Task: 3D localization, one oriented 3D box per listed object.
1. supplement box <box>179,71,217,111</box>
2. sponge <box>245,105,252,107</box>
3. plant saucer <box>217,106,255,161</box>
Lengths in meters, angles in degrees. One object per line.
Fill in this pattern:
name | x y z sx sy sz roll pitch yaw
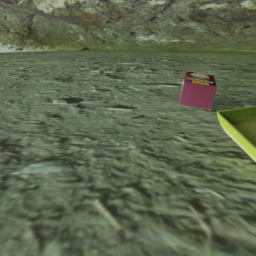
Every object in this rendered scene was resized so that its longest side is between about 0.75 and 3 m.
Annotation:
supplement box | 2.857 -1.601 11.517 1.267 0.983 2.296 12 23 9
sponge | 4.303 -0.532 9.872 0.564 0.151 1.011 15 36 35
plant saucer | 3.295 0.236 6.691 1.900 0.456 1.903 -8 43 -27
